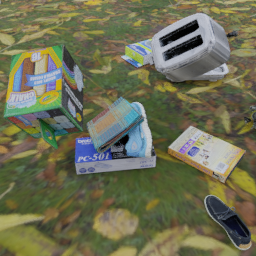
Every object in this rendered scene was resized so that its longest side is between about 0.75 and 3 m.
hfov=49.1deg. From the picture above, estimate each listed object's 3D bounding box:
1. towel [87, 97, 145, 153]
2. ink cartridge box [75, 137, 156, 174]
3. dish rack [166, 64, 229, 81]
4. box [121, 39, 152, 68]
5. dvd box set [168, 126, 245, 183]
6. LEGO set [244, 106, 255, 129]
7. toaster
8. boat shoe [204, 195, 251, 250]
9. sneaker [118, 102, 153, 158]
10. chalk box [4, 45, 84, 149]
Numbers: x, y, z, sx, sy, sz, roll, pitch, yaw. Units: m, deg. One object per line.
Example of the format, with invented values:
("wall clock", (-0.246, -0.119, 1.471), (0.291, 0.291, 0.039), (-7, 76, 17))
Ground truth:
("towel", (-0.484, -0.179, 8.224), (1.573, 0.233, 2.145), (-38, 26, 0))
("ink cartridge box", (-0.386, 0.727, 8.290), (2.268, 0.501, 1.066), (-5, 39, -5))
("dish rack", (2.799, -2.690, 12.262), (2.674, 0.582, 2.295), (0, 41, 0))
("box", (0.981, -3.691, 13.472), (2.318, 0.552, 1.413), (-25, 45, -27))
("dvd box set", (2.363, 0.723, 8.470), (1.885, 0.277, 1.379), (27, 47, 29))
("LEGO set", (4.564, 0.066, 9.133), (1.622, 0.708, 2.498), (16, 56, 21))
("toaster", (1.863, -2.334, 8.228), (2.472, 1.405, 1.597), (-17, -9, 33))
("boat shoe", (2.377, 2.140, 6.663), (0.557, 0.465, 1.492), (-16, 41, -15))
("sneaker", (0.078, -0.012, 8.157), (0.987, 0.860, 2.195), (-7, 38, -4))
("chalk box", (-1.744, -0.541, 6.067), (1.241, 1.250, 2.003), (-8, 64, 10))
